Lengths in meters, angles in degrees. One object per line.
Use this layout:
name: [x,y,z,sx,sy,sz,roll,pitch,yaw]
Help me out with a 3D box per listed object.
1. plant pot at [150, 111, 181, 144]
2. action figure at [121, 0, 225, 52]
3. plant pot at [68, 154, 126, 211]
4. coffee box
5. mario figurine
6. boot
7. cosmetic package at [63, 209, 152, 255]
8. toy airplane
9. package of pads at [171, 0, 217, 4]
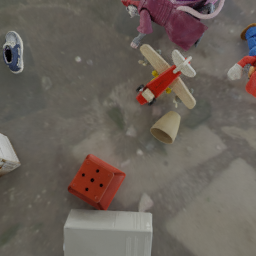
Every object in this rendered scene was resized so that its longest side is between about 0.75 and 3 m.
plant pot: [1.275,-0.086,8.850,0.821,0.821,0.876,32,70,8]
action figure: [1.192,-3.653,9.090,2.975,2.215,1.993,17,82,-10]
plant pot: [-0.964,1.567,8.186,1.359,1.198,1.358,29,78,6]
coffee box: [-4.348,0.764,7.502,1.642,2.870,1.144,-30,77,-7]
mario figurine: [4.299,-2.103,9.377,1.635,1.404,2.649,-8,61,34]
boot: [-3.929,-2.711,9.488,0.585,0.726,1.607,-15,76,-4]
cosmetic package: [-0.532,3.045,7.727,2.342,1.056,1.251,5,105,3]
toy airplane: [1.249,-1.621,8.894,1.928,1.367,1.937,7,109,14]
package of pads: [2.325,-4.805,9.001,1.647,2.734,1.034,-2,94,1]
